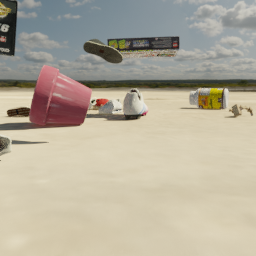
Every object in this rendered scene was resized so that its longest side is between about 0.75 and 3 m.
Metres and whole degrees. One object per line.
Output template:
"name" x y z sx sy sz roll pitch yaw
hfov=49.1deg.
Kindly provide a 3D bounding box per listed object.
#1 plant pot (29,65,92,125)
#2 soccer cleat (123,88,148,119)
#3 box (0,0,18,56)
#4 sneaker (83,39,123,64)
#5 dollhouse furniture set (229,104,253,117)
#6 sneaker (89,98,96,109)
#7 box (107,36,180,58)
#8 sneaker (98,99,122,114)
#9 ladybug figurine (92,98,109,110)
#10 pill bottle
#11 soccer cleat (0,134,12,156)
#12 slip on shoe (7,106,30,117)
"plant pot" -1.826 -0.777 7.818 1.434 1.602 1.602 14 5 -14
"soccer cleat" 0.306 -0.893 9.829 0.801 0.990 2.293 1 8 6
"box" -4.226 -2.965 7.874 2.012 1.599 0.463 3 10 -27
"sneaker" -0.460 -1.580 5.612 0.813 0.304 0.432 22 31 -7
"dollhouse furniture set" 4.009 -0.541 9.941 0.865 0.383 0.448 4 -26 -32
"sneaker" -1.658 -1.122 12.650 0.619 0.395 1.071 -25 11 18
"box" 0.570 -2.929 10.287 2.504 0.435 1.378 -1 3 3
"sneaker" -0.714 -0.839 10.965 0.520 0.548 1.361 7 13 28
"ladybug figurine" -1.194 -1.116 12.928 0.900 0.477 1.326 -1 9 -7
"pill bottle" 3.813 -1.397 13.233 1.712 0.935 0.935 4 10 27
"soccer cleat" -2.196 0.283 3.534 0.731 0.591 1.693 3 9 15
"slip on shoe" -3.745 -0.576 9.873 1.009 0.384 0.306 -6 14 9
